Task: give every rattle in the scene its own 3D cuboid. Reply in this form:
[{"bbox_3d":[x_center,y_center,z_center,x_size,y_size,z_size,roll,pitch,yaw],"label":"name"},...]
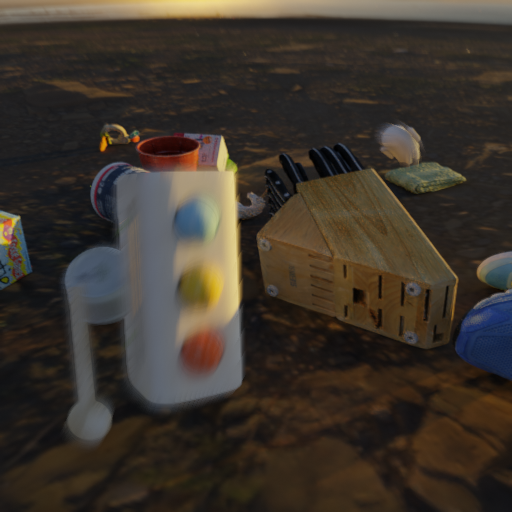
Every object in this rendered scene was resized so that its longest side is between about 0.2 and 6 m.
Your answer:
[{"bbox_3d":[-3.963,-3.340,16.344,1.121,0.730,0.801,16,33,-28],"label":"rattle"}]

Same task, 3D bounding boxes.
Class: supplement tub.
[{"bbox_3d":[-2.363,-1.106,11.415,1.824,1.280,1.280,23,37,35],"label":"supplement tub"}]

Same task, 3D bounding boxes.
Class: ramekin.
[{"bbox_3d":[-2.397,0.417,8.753,1.178,0.618,1.178,0,58,-1],"label":"ramekin"}]

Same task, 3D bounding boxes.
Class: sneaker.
[{"bbox_3d":[4.227,1.426,6.836,3.522,1.383,1.570,12,29,20],"label":"sneaker"},{"bbox_3d":[4.624,0.495,9.173,1.775,0.706,1.159,4,28,9],"label":"sneaker"}]

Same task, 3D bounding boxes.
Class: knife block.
[{"bbox_3d":[1.836,-0.607,9.794,4.173,1.335,3.664,17,46,30],"label":"knife block"}]

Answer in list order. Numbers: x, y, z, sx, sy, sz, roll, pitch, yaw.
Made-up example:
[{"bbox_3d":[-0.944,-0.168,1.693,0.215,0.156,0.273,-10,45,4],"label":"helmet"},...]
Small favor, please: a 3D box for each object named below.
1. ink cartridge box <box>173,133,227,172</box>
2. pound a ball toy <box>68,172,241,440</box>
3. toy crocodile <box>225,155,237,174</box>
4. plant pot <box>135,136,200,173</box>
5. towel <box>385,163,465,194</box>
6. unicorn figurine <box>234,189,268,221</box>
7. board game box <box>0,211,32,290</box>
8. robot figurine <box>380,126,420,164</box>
[{"bbox_3d":[-1.409,-2.393,13.790,1.236,0.894,0.898,4,68,7],"label":"ink cartridge box"},{"bbox_3d":[-1.189,0.591,6.656,2.031,3.115,1.323,-5,7,-30],"label":"pound a ball toy"},{"bbox_3d":[-1.200,-2.451,14.666,1.588,0.490,0.536,14,67,32],"label":"toy crocodile"},{"bbox_3d":[-1.938,-1.825,12.616,1.407,1.368,1.407,0,29,0],"label":"plant pot"},{"bbox_3d":[4.195,-1.976,13.966,1.704,0.311,1.264,-15,32,-25],"label":"towel"},{"bbox_3d":[-0.563,-0.985,12.007,1.188,0.639,1.730,21,49,15],"label":"unicorn figurine"},{"bbox_3d":[-5.089,0.156,9.255,1.168,1.189,2.267,16,34,24],"label":"board game box"},{"bbox_3d":[2.728,-2.123,10.617,0.723,0.853,0.482,-35,30,32],"label":"robot figurine"}]
